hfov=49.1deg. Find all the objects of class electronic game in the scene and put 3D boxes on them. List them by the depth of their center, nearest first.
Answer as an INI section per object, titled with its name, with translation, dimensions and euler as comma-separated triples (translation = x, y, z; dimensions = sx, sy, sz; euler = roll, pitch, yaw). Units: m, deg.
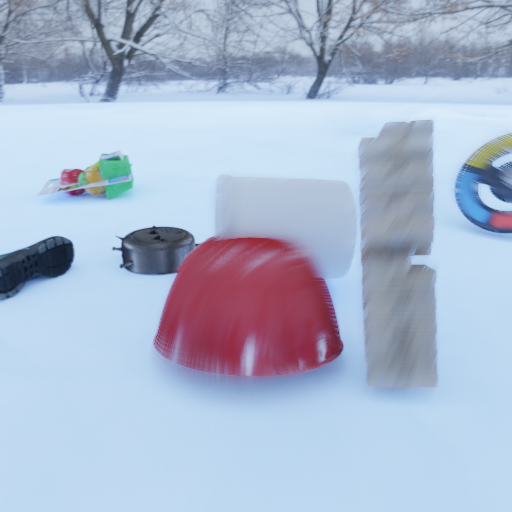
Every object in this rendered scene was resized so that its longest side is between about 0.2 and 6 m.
[electronic game]
translation = 4.574, -1.333, 9.964
dimensions = 2.038, 2.038, 0.424
euler = 18, -13, 42

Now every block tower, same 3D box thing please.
[block tower]
translation = 1.295, -0.011, 5.185
dimensions = 0.629, 2.327, 0.673
euler = -1, 4, 9

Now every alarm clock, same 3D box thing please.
[alarm clock]
translation = -1.330, -0.134, 8.616
dimensions = 1.658, 0.552, 1.119
euler = -4, 19, -21

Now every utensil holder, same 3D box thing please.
[utensil holder]
translation = 0.322, -0.341, 7.372
dimensions = 1.665, 1.415, 1.415
euler = 0, 19, -9

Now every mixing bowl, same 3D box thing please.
[mixing bowl]
translation = -0.052, 0.368, 5.742
dimensions = 1.967, 1.065, 1.967
euler = 3, 10, -1

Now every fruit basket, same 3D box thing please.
[fruit basket]
translation = -3.890, -1.840, 12.924
dimensions = 2.049, 0.961, 1.898
euler = -6, 20, -9

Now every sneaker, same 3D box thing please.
[sneaker]
translation = -3.240, 0.084, 7.798
dimensions = 0.650, 0.618, 1.639
euler = 7, 20, 26
